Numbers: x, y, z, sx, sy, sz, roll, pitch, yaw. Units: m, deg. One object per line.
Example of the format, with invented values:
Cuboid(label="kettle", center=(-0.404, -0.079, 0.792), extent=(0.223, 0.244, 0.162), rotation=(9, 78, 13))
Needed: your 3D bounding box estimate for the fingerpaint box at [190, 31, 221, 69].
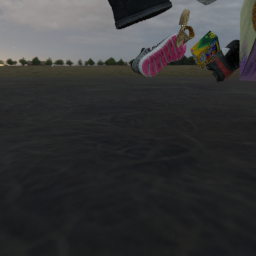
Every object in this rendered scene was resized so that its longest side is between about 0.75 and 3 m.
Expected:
Cuboid(label="fingerpaint box", center=(1.863, -1.839, 6.678), extent=(0.276, 0.628, 0.753), rotation=(51, 9, 25))

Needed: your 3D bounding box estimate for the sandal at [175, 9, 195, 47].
Cuboid(label="sandal", center=(1.044, -1.673, 4.918), extent=(0.279, 0.311, 0.848), rotation=(30, -20, 17))

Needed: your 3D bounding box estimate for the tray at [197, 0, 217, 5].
Cuboid(label="tray", center=(2.228, -3.746, 6.390), extent=(1.442, 0.298, 2.685), rotation=(16, -8, -26))

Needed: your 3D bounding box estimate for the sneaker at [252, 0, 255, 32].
Cuboid(label="sneaker", center=(2.784, -2.830, 5.273), extent=(0.776, 2.051, 0.899), rotation=(21, 43, 38))

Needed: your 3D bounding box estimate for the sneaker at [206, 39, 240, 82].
Cuboid(label="sneaker", center=(3.133, -2.129, 8.570), extent=(1.185, 0.858, 2.427), rotation=(-32, 5, 35))

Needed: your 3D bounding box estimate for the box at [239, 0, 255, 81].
Cuboid(label="box", center=(3.725, -2.808, 7.252), extent=(1.191, 2.463, 2.167), rotation=(6, -21, 12))

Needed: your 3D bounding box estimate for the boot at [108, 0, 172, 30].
Cuboid(label="boot", center=(0.092, -3.223, 6.148), extent=(1.374, 1.667, 0.547), rotation=(-17, 9, 11))

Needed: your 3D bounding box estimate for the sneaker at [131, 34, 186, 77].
Cuboid(label="sneaker", center=(1.131, -2.810, 10.661), extent=(2.714, 1.001, 1.187), rotation=(-40, 34, -27))
